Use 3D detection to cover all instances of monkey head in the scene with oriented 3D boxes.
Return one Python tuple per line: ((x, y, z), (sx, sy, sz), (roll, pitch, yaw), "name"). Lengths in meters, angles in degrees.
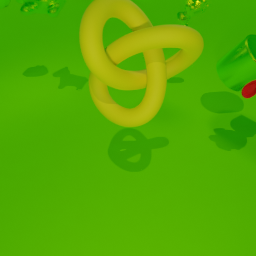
((2.926, -1.008, 5.314), (1.494, 1.075, 0.900), (-16, 4, 16), "monkey head")

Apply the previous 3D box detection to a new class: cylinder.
((3.227, -1.756, 7.676), (1.133, 1.133, 1.133), (12, 62, -23), "cylinder")

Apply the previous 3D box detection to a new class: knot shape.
((0.064, -0.869, 4.291), (1.939, 1.814, 0.896), (13, 28, -23), "knot shape")

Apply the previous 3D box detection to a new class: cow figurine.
((1.759, -3.172, 7.650), (0.880, 0.866, 0.483), (-7, 66, 16), "cow figurine")
((-2.331, -3.484, 7.367), (1.564, 0.858, 1.539), (7, 39, 3), "cow figurine")

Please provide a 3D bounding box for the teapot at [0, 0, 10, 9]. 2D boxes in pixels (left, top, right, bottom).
((-3.808, -3.844, 7.838), (1.030, 1.657, 0.811), (-10, 81, 15), "teapot")
